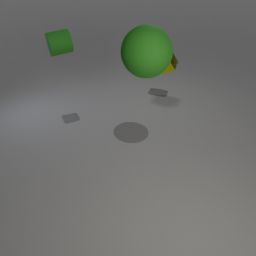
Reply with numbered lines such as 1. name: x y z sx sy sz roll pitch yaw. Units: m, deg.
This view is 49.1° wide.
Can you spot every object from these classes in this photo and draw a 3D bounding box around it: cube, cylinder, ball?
1. cube: 1.732 -2.936 12.555 0.700 0.700 0.700 -15 35 37
2. cylinder: -2.090 -2.603 8.534 0.700 0.700 0.700 -18 36 -16
3. ball: 0.500 -2.045 7.535 1.400 1.400 1.400 0 32 0
